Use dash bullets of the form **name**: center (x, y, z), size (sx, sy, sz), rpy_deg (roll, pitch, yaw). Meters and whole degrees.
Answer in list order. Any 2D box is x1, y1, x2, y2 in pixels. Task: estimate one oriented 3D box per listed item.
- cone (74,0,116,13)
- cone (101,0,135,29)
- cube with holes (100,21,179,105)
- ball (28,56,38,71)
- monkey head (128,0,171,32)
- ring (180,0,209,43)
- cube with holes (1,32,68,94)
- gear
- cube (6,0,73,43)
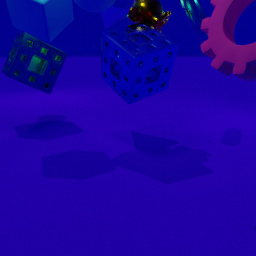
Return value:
- **cone**: center (-0.530, -3.396, 6.346), size (1.377, 1.377, 1.382), rpy_deg (-8, 20, -26)
- **cone**: center (-0.499, -3.457, 8.334), size (1.337, 1.337, 1.342), rpy_deg (-8, -26, -26)
- **cube with holes**: center (0.203, -1.525, 6.473), size (1.205, 1.205, 1.205), rpy_deg (-25, 53, -28)
- **ball**: center (-3.260, -2.354, 10.339), size (1.048, 1.048, 1.048), rpy_deg (0, 16, 0)
- **monkey head**: center (0.467, -2.730, 7.079), size (0.949, 1.133, 1.574), rpy_deg (30, 34, 2)
- **ring**: center (2.098, -3.406, 8.520), size (0.362, 1.811, 1.811), rpy_deg (-24, 4, 28)
- **cube with holes**: center (-3.033, -2.080, 9.007), size (1.383, 1.383, 1.383), rpy_deg (23, 3, -33)
- **gear**: center (1.725, -1.459, 3.745), size (0.297, 1.605, 1.605), rpy_deg (14, 5, -38)
- **cube**: center (-2.044, -2.899, 6.575), size (1.072, 1.072, 1.072), rpy_deg (26, 59, 10)
